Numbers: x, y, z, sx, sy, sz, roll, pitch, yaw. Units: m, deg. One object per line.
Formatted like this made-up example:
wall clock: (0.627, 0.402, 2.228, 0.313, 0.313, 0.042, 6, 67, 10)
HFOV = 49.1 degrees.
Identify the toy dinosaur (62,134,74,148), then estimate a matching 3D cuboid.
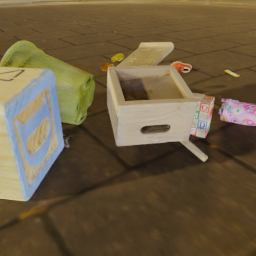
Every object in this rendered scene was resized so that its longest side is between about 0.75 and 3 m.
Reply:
toy dinosaur: (-2.035, 0.321, 9.281, 0.412, 0.222, 0.935, -21, 32, -20)

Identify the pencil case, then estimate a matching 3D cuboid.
pencil case: (4.353, -0.532, 10.105, 2.034, 0.889, 0.889, 12, 32, 18)

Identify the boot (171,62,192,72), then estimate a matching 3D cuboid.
boot: (2.904, -3.338, 15.430, 1.142, 0.428, 0.612, 9, 37, 14)

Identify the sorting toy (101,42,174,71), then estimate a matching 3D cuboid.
sorting toy: (0.227, -2.442, 10.394, 1.977, 0.355, 2.653, -48, 37, -18)

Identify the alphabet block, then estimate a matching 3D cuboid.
alphabet block: (-3.533, -0.003, 7.365, 2.717, 2.668, 2.653, 5, 29, 9)

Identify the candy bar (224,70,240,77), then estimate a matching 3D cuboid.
candy bar: (5.580, -2.925, 14.992, 0.258, 0.115, 1.035, -10, 31, -16)

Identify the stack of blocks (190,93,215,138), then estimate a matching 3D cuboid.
stack of blocks: (1.756, -0.598, 9.781, 2.224, 1.280, 0.651, 14, 33, 24)

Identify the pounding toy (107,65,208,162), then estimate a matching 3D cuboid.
pounding toy: (0.851, -0.413, 8.154, 2.655, 1.888, 2.444, -4, 40, -10)

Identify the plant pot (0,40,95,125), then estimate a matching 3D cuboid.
plant pot: (-2.711, -1.379, 10.062, 2.646, 2.878, 2.878, 16, 32, 6)
